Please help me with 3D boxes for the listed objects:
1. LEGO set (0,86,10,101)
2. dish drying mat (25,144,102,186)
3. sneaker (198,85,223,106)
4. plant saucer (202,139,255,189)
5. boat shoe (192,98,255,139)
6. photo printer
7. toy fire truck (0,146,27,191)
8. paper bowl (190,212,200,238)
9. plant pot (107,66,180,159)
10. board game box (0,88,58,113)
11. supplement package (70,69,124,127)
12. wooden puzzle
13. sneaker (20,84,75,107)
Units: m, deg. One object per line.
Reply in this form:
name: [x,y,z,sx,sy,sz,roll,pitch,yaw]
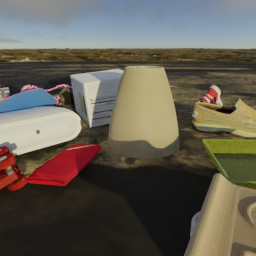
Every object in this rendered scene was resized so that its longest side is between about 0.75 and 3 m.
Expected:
LEGO set: [-4.554,-0.710,8.257,1.956,1.474,2.544,-11,20,-33]
dish drying mat: [-1.173,0.656,5.604,0.775,0.184,2.019,3,12,12]
sneaker: [2.636,-0.765,9.051,0.476,0.752,1.338,39,-7,32]
plant saucer: [2.513,0.747,5.077,2.004,0.480,2.001,0,16,2]
boat shoe: [3.060,-0.330,7.722,2.544,0.969,0.912,3,26,16]
photo printer: [-2.485,0.013,6.771,1.981,0.827,2.381,6,17,43]
toy fire truck: [-2.326,0.820,4.839,0.870,0.581,1.036,-31,29,-26]
paper bowl: [1.119,1.314,3.302,0.754,0.392,0.754,0,16,0]
plant pot: [0.384,-0.485,6.719,1.804,1.926,1.804,0,17,0]
board game box: [-2.858,-0.719,7.558,1.570,0.387,1.987,-25,-9,0]
supplement package: [-0.750,-1.150,9.615,1.951,1.389,2.505,-11,18,-18]
wooden puzzle: [1.889,1.447,2.476,2.645,0.612,2.450,15,21,21]
sneaker: [-3.108,-1.056,10.842,2.452,0.969,1.170,-2,33,5]
